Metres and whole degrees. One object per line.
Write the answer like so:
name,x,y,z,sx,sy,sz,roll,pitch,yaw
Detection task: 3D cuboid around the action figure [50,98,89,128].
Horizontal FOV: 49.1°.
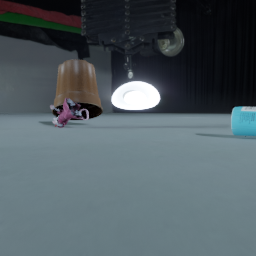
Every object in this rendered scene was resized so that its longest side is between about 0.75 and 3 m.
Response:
action figure,-1.926,-0.408,8.792,0.916,0.824,1.230,13,-36,-34

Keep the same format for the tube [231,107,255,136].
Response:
tube,3.058,-0.113,4.982,2.264,0.571,0.877,2,45,36

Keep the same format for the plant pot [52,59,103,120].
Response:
plant pot,-1.765,-1.340,9.805,1.723,1.705,1.723,-4,-17,-1
